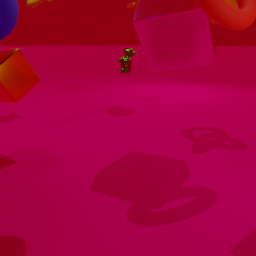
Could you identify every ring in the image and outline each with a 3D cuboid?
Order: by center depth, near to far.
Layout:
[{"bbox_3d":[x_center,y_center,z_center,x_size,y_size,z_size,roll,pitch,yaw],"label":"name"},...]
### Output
[{"bbox_3d":[1.623,-2.377,4.794,1.558,1.558,0.312,-14,-12,-36],"label":"ring"}]

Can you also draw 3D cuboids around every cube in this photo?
[{"bbox_3d":[1.043,-2.144,5.714,1.349,1.349,1.349,-2,55,24],"label":"cube"},{"bbox_3d":[-2.553,-1.087,5.930,0.803,0.803,0.803,6,50,37],"label":"cube"}]

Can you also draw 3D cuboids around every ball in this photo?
[{"bbox_3d":[-2.692,-2.209,5.029,1.355,1.355,1.355,0,18,0],"label":"ball"}]

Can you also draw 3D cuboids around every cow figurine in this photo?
[{"bbox_3d":[-0.012,-2.557,10.705,0.514,0.936,0.921,8,28,20],"label":"cow figurine"}]

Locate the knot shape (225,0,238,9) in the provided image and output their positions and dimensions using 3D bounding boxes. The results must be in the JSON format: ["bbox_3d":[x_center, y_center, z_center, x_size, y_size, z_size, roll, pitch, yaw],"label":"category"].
[{"bbox_3d":[3.244,-3.742,7.618,1.811,0.894,1.935,-33,-8,10],"label":"knot shape"}]

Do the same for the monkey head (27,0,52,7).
[{"bbox_3d":[-3.064,-4.684,9.535,1.021,0.855,1.419,-27,-5,14],"label":"monkey head"}]

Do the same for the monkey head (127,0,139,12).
[{"bbox_3d":[0.724,-4.551,10.386,1.411,0.850,1.015,24,51,-2],"label":"monkey head"}]
